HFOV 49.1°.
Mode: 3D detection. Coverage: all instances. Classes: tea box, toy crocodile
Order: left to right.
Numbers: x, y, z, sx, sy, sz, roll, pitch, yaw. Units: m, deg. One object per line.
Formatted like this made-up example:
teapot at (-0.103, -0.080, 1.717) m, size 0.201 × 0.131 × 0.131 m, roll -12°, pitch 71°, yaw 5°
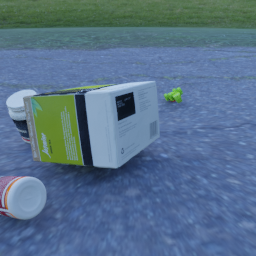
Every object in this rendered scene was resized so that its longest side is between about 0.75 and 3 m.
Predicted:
tea box at (-0.582, -0.166, 5.280) m, size 1.807 × 1.227 × 1.837 m, roll 2°, pitch 14°, yaw 28°
toy crocodile at (1.430, -0.982, 8.698) m, size 0.422 × 0.386 × 1.251 m, roll -31°, pitch 7°, yaw -2°

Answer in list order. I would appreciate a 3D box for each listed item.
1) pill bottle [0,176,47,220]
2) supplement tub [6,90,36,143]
pill bottle at (-1.636, 0.949, 3.920) m, size 0.972 × 0.549 × 0.549 m, roll -6°, pitch 15°, yaw 39°
supplement tub at (-2.129, -0.235, 6.108) m, size 0.720 × 1.027 × 0.720 m, roll -6°, pitch 41°, yaw 5°
